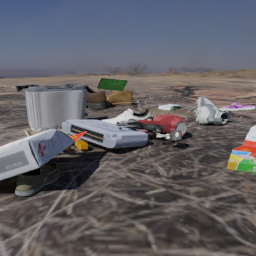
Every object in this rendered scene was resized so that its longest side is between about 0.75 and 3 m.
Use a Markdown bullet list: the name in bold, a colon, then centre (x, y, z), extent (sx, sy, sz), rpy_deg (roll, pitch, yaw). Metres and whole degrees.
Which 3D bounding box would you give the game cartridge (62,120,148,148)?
- **game cartridge**: centre (-0.669, 0.140, 8.538), extent (2.410, 0.488, 1.607), rpy_deg (15, 15, 42)

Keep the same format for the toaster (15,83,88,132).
- **toaster**: centre (-2.700, -0.765, 10.223), extent (2.554, 1.649, 1.451), rpy_deg (-7, 13, -28)

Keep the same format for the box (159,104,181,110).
- **box**: centre (2.235, -1.109, 14.974), extent (0.747, 0.188, 1.035), rpy_deg (11, 18, 41)

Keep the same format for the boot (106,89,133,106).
- **boot**: centre (-0.959, -1.767, 16.191), extent (2.503, 0.944, 0.921), rpy_deg (-4, 17, -7)

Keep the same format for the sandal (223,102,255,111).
- **sandal**: centre (5.765, -1.157, 14.623), extent (1.774, 0.436, 0.722), rpy_deg (-3, 13, -12)

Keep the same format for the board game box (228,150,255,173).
- **board game box**: centre (2.836, 0.798, 6.744), extent (0.730, 0.192, 0.955), rpy_deg (6, 14, 24)

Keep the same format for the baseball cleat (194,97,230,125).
- **baseball cleat**: centre (3.540, -0.656, 11.882), extent (1.409, 0.923, 2.647), rpy_deg (9, 24, 11)

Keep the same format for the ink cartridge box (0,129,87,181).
- **ink cartridge box**: centre (-2.206, 0.434, 5.995), extent (2.015, 0.623, 2.485), rpy_deg (-18, 12, 15)

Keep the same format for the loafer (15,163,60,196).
- **loafer**: centre (-1.768, 0.925, 5.635), extent (0.478, 0.443, 1.271), rpy_deg (3, 13, 13)

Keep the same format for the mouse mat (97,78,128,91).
- **mouse mat**: centre (-0.586, -1.609, 10.428), extent (1.018, 0.038, 0.820), rpy_deg (2, -21, -17)

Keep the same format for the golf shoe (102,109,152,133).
- **golf shoe**: centre (-0.100, -0.284, 9.888), extent (1.882, 0.867, 0.683), rpy_deg (-4, 21, -6)

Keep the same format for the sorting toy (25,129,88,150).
- **sorting toy**: centre (-2.103, 0.384, 8.439), extent (1.673, 0.301, 2.246), rpy_deg (-2, 13, -27)

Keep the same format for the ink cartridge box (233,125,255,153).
- **ink cartridge box**: centre (4.295, 0.346, 7.899), extent (1.881, 0.582, 2.320), rpy_deg (12, 15, 42)

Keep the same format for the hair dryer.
- **hair dryer**: centre (0.885, -0.191, 9.040), extent (2.053, 0.732, 2.695), rpy_deg (16, 6, 13)

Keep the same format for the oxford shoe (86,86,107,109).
- **oxford shoe**: centre (-2.509, -1.743, 15.423), extent (2.926, 1.235, 1.063), rpy_deg (3, 14, 17)
